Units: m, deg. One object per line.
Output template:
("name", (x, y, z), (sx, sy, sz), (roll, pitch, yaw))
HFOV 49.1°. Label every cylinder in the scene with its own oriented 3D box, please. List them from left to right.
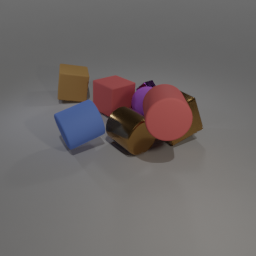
("cylinder", (-1.750, -0.132, 10.155), (1.400, 1.400, 1.400), (-26, 38, -17))
("cylinder", (0.124, 0.079, 10.359), (1.400, 1.400, 1.400), (-22, 37, -32))
("cylinder", (1.194, -0.518, 8.821), (1.400, 1.400, 1.400), (0, 26, 0))

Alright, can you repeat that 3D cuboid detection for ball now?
("ball", (0.852, -1.130, 12.412), (1.400, 1.400, 1.400), (0, 31, 0))

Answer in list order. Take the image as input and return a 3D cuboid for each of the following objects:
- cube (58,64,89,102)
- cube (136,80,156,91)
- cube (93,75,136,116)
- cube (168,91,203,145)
("cube", (-2.756, -2.265, 14.031), (1.400, 1.400, 1.400), (4, 30, -15))
("cube", (0.973, -1.876, 13.997), (0.700, 0.700, 0.700), (-25, 83, -45))
("cube", (-0.653, -1.478, 12.881), (1.400, 1.400, 1.400), (-22, 37, -39))
("cube", (1.794, -0.453, 10.760), (1.400, 1.400, 1.400), (-28, 29, -9))
